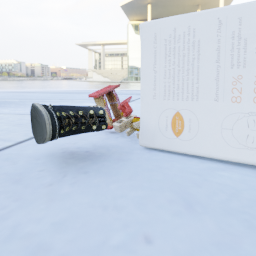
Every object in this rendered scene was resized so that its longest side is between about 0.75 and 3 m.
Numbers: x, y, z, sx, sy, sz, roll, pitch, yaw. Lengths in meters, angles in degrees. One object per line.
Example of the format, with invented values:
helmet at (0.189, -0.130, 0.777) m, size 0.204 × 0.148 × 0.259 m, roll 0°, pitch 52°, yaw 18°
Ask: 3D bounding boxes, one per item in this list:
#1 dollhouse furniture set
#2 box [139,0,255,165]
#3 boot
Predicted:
dollhouse furniture set at (-0.115, -0.427, 6.180) m, size 0.685 × 0.907 × 1.685 m, roll -30°, pitch 23°, yaw -27°
box at (1.746, -0.692, 4.566) m, size 2.893 × 2.203 × 1.539 m, roll 8°, pitch 11°, yaw 41°
boot at (-0.856, -0.126, 4.331) m, size 1.206 × 0.576 × 1.597 m, roll -6°, pitch 4°, yaw -22°
